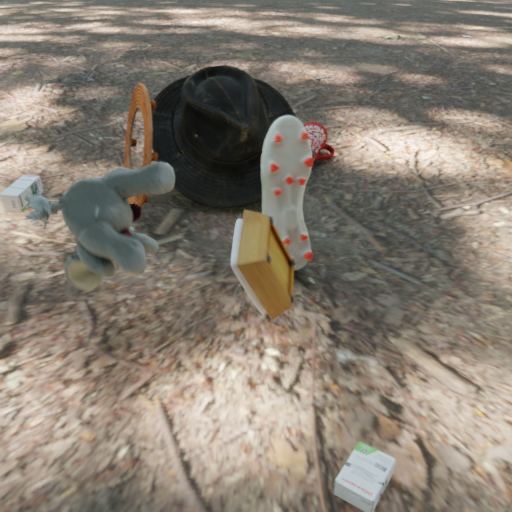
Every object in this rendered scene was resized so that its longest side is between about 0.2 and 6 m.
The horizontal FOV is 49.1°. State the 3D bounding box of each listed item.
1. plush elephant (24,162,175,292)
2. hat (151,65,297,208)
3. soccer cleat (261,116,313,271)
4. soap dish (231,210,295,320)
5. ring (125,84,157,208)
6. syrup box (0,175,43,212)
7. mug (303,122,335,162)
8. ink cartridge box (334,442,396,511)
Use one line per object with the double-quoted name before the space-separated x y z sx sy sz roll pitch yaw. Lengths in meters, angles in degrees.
"plush elephant" -2.353 -0.384 9.043 2.231 1.727 1.837 4 69 9
"hat" -0.652 -3.286 13.212 4.174 1.684 4.174 3 63 -6
"soccer cleat" 0.485 -1.138 10.512 1.009 2.913 1.130 -10 18 -19
"soap dish" 0.139 0.123 8.273 0.549 1.351 1.063 -12 46 19
"ring" -2.609 -2.401 12.633 0.273 2.846 2.846 0 31 -22
"syrup box" -5.589 -1.506 13.408 0.458 0.443 1.125 5 33 8
"mug" 1.559 -3.053 15.453 1.136 0.854 1.280 8 37 16
"ink cartridge box" 1.359 2.765 7.005 0.520 0.300 0.714 20 38 28
